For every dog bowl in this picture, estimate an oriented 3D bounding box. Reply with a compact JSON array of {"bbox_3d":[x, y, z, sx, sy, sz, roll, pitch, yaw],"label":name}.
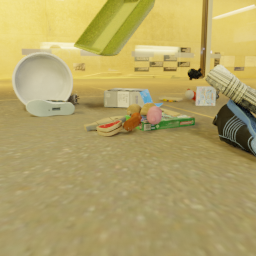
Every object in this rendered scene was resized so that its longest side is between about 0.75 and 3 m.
[{"bbox_3d":[-3.371,-1.821,11.037,2.243,2.243,0.883,-6,13,-24],"label":"dog bowl"}]

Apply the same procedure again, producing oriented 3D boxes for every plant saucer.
[{"bbox_3d":[-0.395,-3.588,9.537,0.686,2.865,2.860,36,1,-33],"label":"plant saucer"}]

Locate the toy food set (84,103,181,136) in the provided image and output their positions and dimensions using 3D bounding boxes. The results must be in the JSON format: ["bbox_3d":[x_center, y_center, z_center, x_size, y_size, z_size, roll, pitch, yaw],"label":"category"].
[{"bbox_3d":[0.119,-0.307,7.580,2.428,0.382,1.543,-18,20,-24],"label":"toy food set"}]

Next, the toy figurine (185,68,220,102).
[{"bbox_3d":[3.636,-2.054,13.530,1.621,1.647,1.146,13,8,32],"label":"toy figurine"}]

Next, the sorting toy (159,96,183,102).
[{"bbox_3d":[2.090,-1.416,14.082,1.010,0.182,1.356,11,16,26],"label":"sorting toy"}]

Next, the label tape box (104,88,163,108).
[{"bbox_3d":[0.300,-1.333,12.299,2.310,0.763,1.655,2,12,15],"label":"label tape box"}]

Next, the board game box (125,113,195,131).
[{"bbox_3d":[0.940,-0.227,8.438,1.777,0.259,1.196,-6,13,-25],"label":"board game box"}]

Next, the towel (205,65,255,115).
[{"bbox_3d":[3.181,-0.619,6.660,2.793,0.501,2.901,35,20,10],"label":"towel"}]

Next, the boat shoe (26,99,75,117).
[{"bbox_3d":[-2.828,-0.733,10.124,1.670,0.591,0.758,2,10,-25],"label":"boat shoe"}]

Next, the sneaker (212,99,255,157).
[{"bbox_3d":[2.381,0.166,5.844,0.715,0.794,2.038,25,28,-17],"label":"sneaker"}]

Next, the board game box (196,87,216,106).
[{"bbox_3d":[3.460,-1.418,12.463,0.850,0.852,0.175,2,12,4],"label":"board game box"}]

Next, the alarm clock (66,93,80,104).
[{"bbox_3d":[-2.987,-1.295,12.677,1.556,0.518,1.049,0,13,-10],"label":"alarm clock"}]
